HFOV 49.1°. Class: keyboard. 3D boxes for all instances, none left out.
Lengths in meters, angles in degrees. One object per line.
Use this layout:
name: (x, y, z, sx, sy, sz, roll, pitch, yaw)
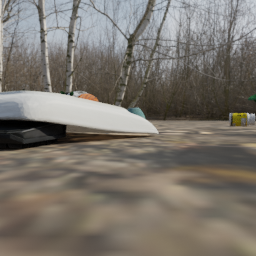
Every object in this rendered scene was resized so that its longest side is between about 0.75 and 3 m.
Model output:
keyboard: (-1.625, 0.051, 2.954, 1.915, 0.246, 1.150, 1, 8, 15)

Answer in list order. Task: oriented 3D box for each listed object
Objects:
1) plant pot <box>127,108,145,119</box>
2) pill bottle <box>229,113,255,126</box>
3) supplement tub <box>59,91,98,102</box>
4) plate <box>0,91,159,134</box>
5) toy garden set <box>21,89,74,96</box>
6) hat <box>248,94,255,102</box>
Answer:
plant pot: (0.308, -0.586, 13.652, 1.127, 0.759, 1.127, -3, 0, 0)
pill bottle: (3.983, -0.291, 9.802, 0.820, 0.468, 0.468, 0, 2, 19)
supplement tub: (-1.763, -0.588, 8.851, 1.115, 1.115, 1.819, -2, 2, -42)
plate: (-1.105, -0.164, 3.917, 2.348, 0.380, 2.353, 2, -3, 35)
toy garden set: (-1.266, -0.444, 4.923, 1.120, 0.268, 1.343, 2, -4, 1)
hat: (3.525, -0.448, 6.747, 1.033, 0.909, 0.856, -21, 7, -7)
